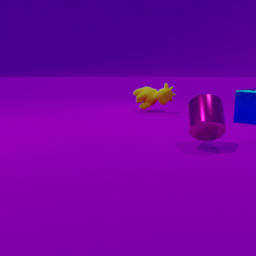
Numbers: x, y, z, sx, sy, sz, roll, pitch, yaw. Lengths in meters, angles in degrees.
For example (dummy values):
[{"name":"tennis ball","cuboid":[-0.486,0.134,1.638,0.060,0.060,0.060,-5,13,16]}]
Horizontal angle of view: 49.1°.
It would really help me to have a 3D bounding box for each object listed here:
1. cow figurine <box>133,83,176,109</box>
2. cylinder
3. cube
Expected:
[{"name":"cow figurine","cuboid":[1.026,-1.288,10.932,1.433,0.799,1.456,-23,26,-1]},{"name":"cylinder","cuboid":[1.598,-0.208,5.739,0.715,0.715,0.715,4,56,3]},{"name":"cube","cuboid":[3.969,-0.676,8.697,1.007,1.007,1.007,9,15,39]}]
